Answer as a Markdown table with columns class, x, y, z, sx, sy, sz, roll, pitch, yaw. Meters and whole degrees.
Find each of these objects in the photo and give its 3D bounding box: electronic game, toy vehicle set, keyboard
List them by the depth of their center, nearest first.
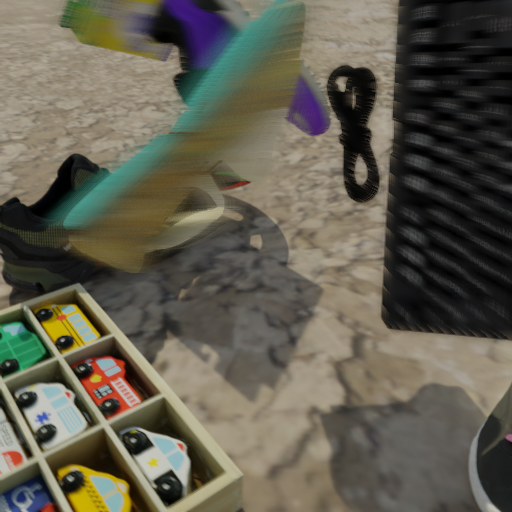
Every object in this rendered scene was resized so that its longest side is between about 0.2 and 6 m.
| class | x | y | z | sx | sy | sz | roll | pitch | yaw |
| --- | --- | --- | --- | --- | --- | --- | --- | --- | --- |
| keyboard | 1.829 | -1.154 | 5.447 | 2.383 | 3.968 | 0.509 | 5 | 13 | 21 |
| toy vehicle set | -2.250 | 1.796 | 6.002 | 2.419 | 0.516 | 3.893 | -23 | 39 | -31 |
| electronic game | -0.970 | -1.393 | 10.250 | 1.930 | 0.402 | 1.930 | -6 | -5 | -1 |

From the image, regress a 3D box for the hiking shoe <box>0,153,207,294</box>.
| class | x | y | z | sx | sy | sz | roll | pitch | yaw |
| --- | --- | --- | --- | --- | --- | --- | --- | --- | --- |
| hiking shoe | -2.254 | -0.744 | 8.744 | 3.560 | 1.792 | 1.348 | -26 | 41 | -34 |

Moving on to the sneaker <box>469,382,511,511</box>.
| class | x | y | z | sx | sy | sz | roll | pitch | yaw |
| --- | --- | --- | --- | --- | --- | --- | --- | --- | --- |
| sneaker | 2.996 | 1.461 | 5.753 | 0.964 | 1.353 | 2.728 | 24 | 41 | 29 |

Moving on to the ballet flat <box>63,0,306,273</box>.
| class | x | y | z | sx | sy | sz | roll | pitch | yaw |
| --- | --- | --- | --- | --- | --- | --- | --- | --- | --- |
| ballet flat | -0.410 | -0.715 | 4.193 | 0.913 | 2.583 | 0.913 | 38 | 30 | -27 |

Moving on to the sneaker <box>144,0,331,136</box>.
| class | x | y | z | sx | sy | sz | roll | pitch | yaw |
| --- | --- | --- | --- | --- | --- | --- | --- | --- | --- |
| sneaker | -0.335 | -2.469 | 7.757 | 2.912 | 1.448 | 1.012 | 44 | 0 | -2 |

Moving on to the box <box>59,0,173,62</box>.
| class | x | y | z | sx | sy | sz | roll | pitch | yaw |
| --- | --- | --- | --- | --- | --- | --- | --- | --- | --- |
| box | -2.303 | -4.297 | 9.980 | 2.170 | 1.273 | 0.525 | -6 | 52 | -46 |
